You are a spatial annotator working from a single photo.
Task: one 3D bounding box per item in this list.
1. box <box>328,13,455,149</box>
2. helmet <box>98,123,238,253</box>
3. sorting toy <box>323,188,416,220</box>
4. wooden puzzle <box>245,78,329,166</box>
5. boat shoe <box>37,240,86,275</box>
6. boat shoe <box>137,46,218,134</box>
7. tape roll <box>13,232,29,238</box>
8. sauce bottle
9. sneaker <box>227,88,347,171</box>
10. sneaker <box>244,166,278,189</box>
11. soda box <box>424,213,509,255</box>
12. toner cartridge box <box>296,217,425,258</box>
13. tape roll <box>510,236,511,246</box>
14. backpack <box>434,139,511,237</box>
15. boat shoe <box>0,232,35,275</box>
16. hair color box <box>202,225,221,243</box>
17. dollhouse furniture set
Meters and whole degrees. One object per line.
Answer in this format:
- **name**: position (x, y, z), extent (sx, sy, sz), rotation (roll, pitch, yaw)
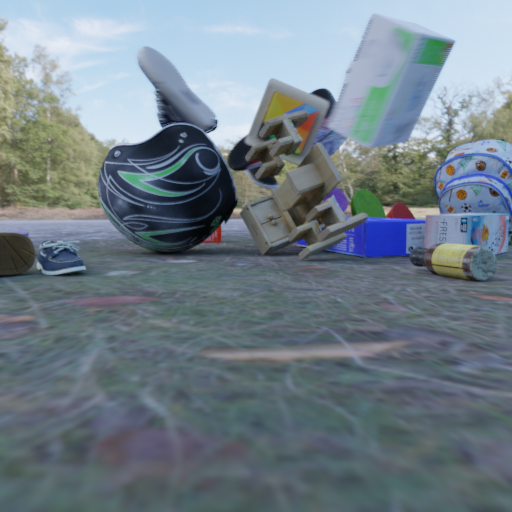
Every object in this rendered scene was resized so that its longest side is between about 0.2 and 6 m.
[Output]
- **box**: position (2.575, -3.321, 10.747), extent (1.049, 2.170, 1.914), rotation (35, 30, 24)
- **helmet**: position (-2.035, -1.369, 12.265), extent (2.588, 2.715, 2.715), rotation (-30, 17, -21)
- **sorting toy**: position (2.977, -0.986, 15.976), extent (3.807, 1.320, 1.311), rotation (12, -27, -37)
- **wooden puzzle**: position (0.679, -2.892, 12.162), extent (1.421, 1.536, 0.286), rotation (21, 6, -7)
- **boat shoe**: position (-3.085, 0.005, 8.814), extent (0.606, 0.500, 1.618), rotation (-3, 6, -29)
- **boat shoe**: position (-2.089, -3.605, 13.066), extent (1.116, 2.407, 0.899), rotation (-27, 26, 34)
- **tape roll**: position (-5.329, -0.226, 11.574), extent (1.183, 0.503, 1.183), rotation (0, 6, 0)
- **sauce bottle**: position (2.830, 0.056, 8.261), extent (0.504, 0.504, 1.556), rotation (-2, 6, -19)
- **sneaker**: position (0.888, -2.726, 14.096), extent (3.053, 1.019, 1.636), rotation (-33, -38, 12)
- **sneaker**: position (0.108, -2.368, 14.475), extent (0.560, 0.785, 1.583), rotation (-10, 42, -31)
- **soda box**: position (4.512, -0.449, 11.846), extent (0.962, 0.894, 2.813), rotation (4, 7, 38)
- **toner cartridge box**: position (2.395, -0.502, 13.135), extent (1.707, 0.776, 3.594), rotation (0, 5, -18)
- **tape roll**: position (7.447, -0.415, 14.981), extent (1.175, 0.282, 1.175), rotation (-2, 3, 0)
- **backpack**: position (6.297, -1.785, 15.696), extent (2.851, 2.716, 2.196), rotation (-11, 20, 40)
- **boat shoe**: position (-4.254, -0.002, 7.714), extent (0.748, 0.827, 2.320), rotation (-4, -7, 33)
- **hair color box**: position (-1.949, -0.671, 16.511), extent (1.795, 0.550, 0.911), rotation (0, 5, -8)
- **dollhouse furniture set**: position (1.058, -1.260, 11.236), extent (1.785, 2.355, 2.687), rotation (-22, -12, -28)
